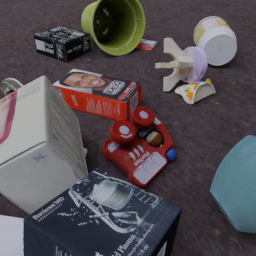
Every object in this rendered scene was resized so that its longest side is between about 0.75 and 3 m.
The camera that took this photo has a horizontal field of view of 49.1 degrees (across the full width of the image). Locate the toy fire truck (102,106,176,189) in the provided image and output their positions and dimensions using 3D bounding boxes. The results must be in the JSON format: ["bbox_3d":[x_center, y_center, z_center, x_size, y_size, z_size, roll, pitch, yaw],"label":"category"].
[{"bbox_3d":[0.410,0.520,7.925,1.780,1.189,2.120,44,52,13],"label":"toy fire truck"}]

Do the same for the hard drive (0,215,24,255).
[{"bbox_3d":[-2.470,2.815,4.823,1.866,0.377,2.829,15,34,-17],"label":"hard drive"}]

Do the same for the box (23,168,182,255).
[{"bbox_3d":[-0.406,2.050,5.203,2.073,1.307,2.109,18,26,25],"label":"box"}]

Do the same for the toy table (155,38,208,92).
[{"bbox_3d":[2.048,-2.504,11.229,1.309,2.054,2.234,-3,-1,-15],"label":"toy table"}]

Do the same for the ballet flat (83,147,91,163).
[{"bbox_3d":[-1.356,0.849,7.865,0.485,0.485,1.328,7,37,9],"label":"ballet flat"}]

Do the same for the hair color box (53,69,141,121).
[{"bbox_3d":[-1.111,-1.259,10.289,2.904,0.889,1.474,14,40,18],"label":"hair color box"}]

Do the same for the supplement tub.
[{"bbox_3d":[4.154,-4.169,13.424,1.744,1.744,2.411,2,37,2],"label":"supplement tub"}]

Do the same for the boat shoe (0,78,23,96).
[{"bbox_3d":[-4.205,-1.298,10.480,2.036,0.727,0.608,27,40,26],"label":"boat shoe"}]

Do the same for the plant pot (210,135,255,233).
[{"bbox_3d":[2.662,1.415,6.079,1.422,2.112,2.112,-33,41,3],"label":"plant pot"}]

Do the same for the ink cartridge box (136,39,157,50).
[{"bbox_3d":[0.926,-4.532,15.189,1.009,0.226,0.889,16,39,21],"label":"ink cartridge box"}]

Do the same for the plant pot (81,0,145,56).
[{"bbox_3d":[-1.083,-5.502,14.625,2.986,2.986,2.745,-20,30,-24],"label":"plant pot"}]

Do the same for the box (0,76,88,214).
[{"bbox_3d":[-2.205,0.350,7.023,1.584,1.859,2.907,-27,39,5],"label":"box"}]

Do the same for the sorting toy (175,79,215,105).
[{"bbox_3d":[2.513,-1.517,10.995,1.323,0.707,1.191,-25,25,-30],"label":"sorting toy"}]

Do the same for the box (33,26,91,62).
[{"bbox_3d":[-3.344,-4.355,14.325,2.237,0.963,1.832,22,42,27],"label":"box"}]
